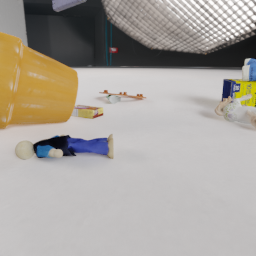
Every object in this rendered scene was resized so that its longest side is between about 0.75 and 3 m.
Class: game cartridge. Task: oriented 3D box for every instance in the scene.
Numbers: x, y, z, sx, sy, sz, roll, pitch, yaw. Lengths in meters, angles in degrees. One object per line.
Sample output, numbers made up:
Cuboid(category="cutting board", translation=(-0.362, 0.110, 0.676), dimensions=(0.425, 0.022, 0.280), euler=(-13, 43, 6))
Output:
Cuboid(category="game cartridge", translation=(-1.317, -3.271, 6.059), dimensions=(0.831, 1.281, 0.246), euler=(-8, -4, 30))

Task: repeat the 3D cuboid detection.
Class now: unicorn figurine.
Cuboid(category="unicorn figurine", translation=(4.170, -0.509, 9.230), dimensions=(1.955, 1.051, 2.846), euler=(-25, 13, -37))

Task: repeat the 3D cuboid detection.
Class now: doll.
Cuboid(category="doll", translation=(-1.423, 0.431, 6.311), dimensions=(2.187, 0.530, 1.492), euler=(-1, 12, -4))

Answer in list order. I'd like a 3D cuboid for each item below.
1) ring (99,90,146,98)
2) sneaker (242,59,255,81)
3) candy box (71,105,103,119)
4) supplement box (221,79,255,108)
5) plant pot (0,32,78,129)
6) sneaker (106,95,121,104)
Cuboid(category="ring", translation=(-0.254, -1.694, 13.929), dimensions=(2.388, 0.229, 2.388), euler=(6, 6, -1))
Cuboid(category="sneaker", translation=(5.236, -2.322, 11.114), dimensions=(1.193, 0.823, 2.144), euler=(3, 19, 25))
Cuboid(category="candy box", translation=(-1.615, -0.624, 10.570), dimensions=(1.212, 0.342, 0.707), euler=(10, 18, 28))
Cuboid(category="supplement box", translation=(5.137, -1.333, 11.449), dimensions=(2.272, 1.236, 1.244), euler=(1, 15, 3))
Cuboid(category="plant pot", translation=(-3.122, -1.271, 8.989), dimensions=(2.639, 2.882, 2.882), euler=(11, 9, -26))
Cuboid(category="sneaker", translation=(-0.822, -1.367, 13.175), dimensions=(0.629, 0.392, 1.066), euler=(12, 9, 20))
